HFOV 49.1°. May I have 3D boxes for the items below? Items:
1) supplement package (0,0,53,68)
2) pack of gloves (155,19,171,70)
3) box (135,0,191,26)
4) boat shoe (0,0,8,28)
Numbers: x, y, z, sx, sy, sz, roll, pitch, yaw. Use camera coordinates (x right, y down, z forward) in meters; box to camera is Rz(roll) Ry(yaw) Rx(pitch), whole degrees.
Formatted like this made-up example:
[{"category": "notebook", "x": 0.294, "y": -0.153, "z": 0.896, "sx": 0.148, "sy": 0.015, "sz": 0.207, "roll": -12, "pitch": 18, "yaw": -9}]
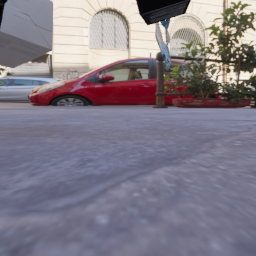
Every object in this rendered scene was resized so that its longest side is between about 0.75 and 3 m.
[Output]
[{"category": "supplement package", "x": -3.534, "y": -2.866, "z": 7.790, "sx": 2.106, "sy": 1.549, "sz": 2.013, "roll": -8, "pitch": -11, "yaw": 38}, {"category": "pack of gloves", "x": 1.615, "y": -3.716, "z": 11.332, "sx": 0.485, "sy": 2.067, "sz": 2.460, "roll": -4, "pitch": -24, "yaw": 18}, {"category": "box", "x": 0.735, "y": -3.587, "z": 6.845, "sx": 1.178, "sy": 1.671, "sz": 2.258, "roll": -13, "pitch": 14, "yaw": 12}, {"category": "boat shoe", "x": -2.667, "y": -2.608, "z": 5.470, "sx": 0.622, "sy": 2.197, "sz": 0.754, "roll": 36, "pitch": 33, "yaw": 5}]
